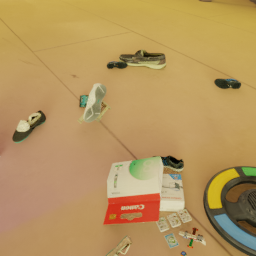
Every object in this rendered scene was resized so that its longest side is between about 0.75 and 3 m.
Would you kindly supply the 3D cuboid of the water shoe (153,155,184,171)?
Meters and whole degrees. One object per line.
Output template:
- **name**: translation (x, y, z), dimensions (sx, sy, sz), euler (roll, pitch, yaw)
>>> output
- **water shoe**: translation (1.198, 0.977, 8.573), dimensions (1.066, 0.421, 0.381), euler (13, 39, 17)

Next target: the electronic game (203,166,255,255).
- **electronic game**: translation (3.351, 2.007, 7.046), dimensions (2.845, 0.592, 2.845), euler (0, 36, 0)

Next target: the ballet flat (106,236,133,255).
- **ballet flat**: translation (-0.201, 2.675, 6.065), dimensions (0.762, 0.259, 0.256), euler (-40, 59, -16)

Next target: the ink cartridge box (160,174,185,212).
- **ink cartridge box**: translation (1.119, 1.726, 7.577), dimensions (0.713, 0.418, 0.974), euler (1, 35, 2)

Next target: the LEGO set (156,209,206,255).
- **LEGO set**: translation (1.275, 2.556, 6.718), dimensions (0.861, 0.283, 1.152), euler (-17, 33, -11)

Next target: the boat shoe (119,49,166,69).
- **boat shoe**: translation (0.746, -3.647, 14.426), dimensions (2.542, 0.835, 0.908), euler (13, 39, 16)

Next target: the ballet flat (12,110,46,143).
- **ballet flat**: translation (-3.555, -0.135, 9.963), dimensions (0.542, 0.546, 1.595), euler (16, 40, 17)

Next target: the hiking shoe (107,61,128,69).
- **hiking shoe**: translation (-0.549, -3.274, 14.298), dimensions (1.066, 0.397, 0.462), euler (1, 38, 1)

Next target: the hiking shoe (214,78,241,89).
- **hiking shoe**: translation (4.458, -2.022, 12.659), dimensions (1.208, 0.449, 0.524), euler (10, 29, -3)

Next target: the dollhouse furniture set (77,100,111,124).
- **dollhouse furniture set**: translation (-1.312, -0.479, 10.666), dimensions (0.654, 1.040, 1.176), euler (42, 79, -8)

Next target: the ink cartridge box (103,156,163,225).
- **ink cartridge box**: translation (0.129, 1.598, 7.389), dimensions (1.497, 0.466, 1.861), euler (-11, 32, 19)

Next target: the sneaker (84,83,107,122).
- **sneaker**: translation (-1.206, -0.899, 9.974), dimensions (0.519, 1.476, 0.591), euler (17, 12, -32)

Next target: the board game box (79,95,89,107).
- **board game box**: translation (-1.734, -1.132, 11.661), dimensions (0.555, 0.115, 0.820), euler (-4, 37, -5)
